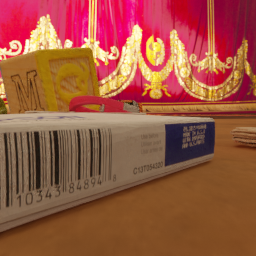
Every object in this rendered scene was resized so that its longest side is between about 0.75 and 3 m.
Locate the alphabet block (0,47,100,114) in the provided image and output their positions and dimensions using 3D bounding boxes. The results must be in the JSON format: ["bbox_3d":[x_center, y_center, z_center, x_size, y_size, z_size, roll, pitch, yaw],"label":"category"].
[{"bbox_3d":[-2.860,-1.537,10.532,2.587,2.540,2.527,1,16,41],"label":"alphabet block"}]

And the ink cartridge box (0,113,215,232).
[{"bbox_3d":[-0.917,0.118,3.048,2.811,0.609,2.760,5,6,38],"label":"ink cartridge box"}]

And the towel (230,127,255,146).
[{"bbox_3d":[2.744,0.160,4.650,1.875,0.323,1.243,-1,5,-30],"label":"towel"}]

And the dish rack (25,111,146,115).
[{"bbox_3d":[-0.958,-0.137,7.161,2.767,0.602,2.375,0,3,0],"label":"dish rack"}]

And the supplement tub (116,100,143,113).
[{"bbox_3d":[-0.276,-0.716,12.695,1.796,1.100,1.100,0,3,-5],"label":"supplement tub"}]

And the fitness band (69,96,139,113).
[{"bbox_3d":[-0.700,-0.484,9.381,2.564,0.480,1.841,16,-15,-33],"label":"fitness band"}]

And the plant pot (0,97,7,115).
[{"bbox_3d":[-4.190,-0.542,7.659,1.515,1.647,1.647,17,13,36],"label":"plant pot"}]
